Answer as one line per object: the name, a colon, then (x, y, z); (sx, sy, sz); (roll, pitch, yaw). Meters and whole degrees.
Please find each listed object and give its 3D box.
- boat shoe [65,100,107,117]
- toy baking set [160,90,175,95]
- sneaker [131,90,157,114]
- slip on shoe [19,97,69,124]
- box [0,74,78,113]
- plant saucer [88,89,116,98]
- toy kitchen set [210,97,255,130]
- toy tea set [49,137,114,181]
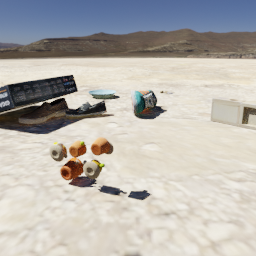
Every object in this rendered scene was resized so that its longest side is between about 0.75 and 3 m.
boat shoe: (-1.413, -0.641, 9.383); (1.432, 0.484, 0.514); (-10, 11, -21)
toy baking set: (1.911, -1.750, 13.699); (0.695, 0.105, 0.905); (7, 18, 23)
sneaker: (0.597, -1.018, 9.982); (0.881, 0.787, 2.205); (-3, 14, 8)
slip on shoe: (-2.673, -0.567, 9.010); (0.714, 0.569, 1.878); (13, 21, 37)
box: (-3.497, -1.044, 9.283); (2.378, 0.688, 2.992); (-11, 10, 28)
plant saucer: (-1.173, -1.541, 12.774); (1.295, 0.249, 1.295); (0, 18, 0)
toy kitchen set: (3.835, -0.971, 8.694); (1.685, 1.523, 1.867); (16, 23, 42)
toy tea set: (-0.731, 0.491, 4.796); (1.238, 0.736, 0.458); (-9, 14, 30)
